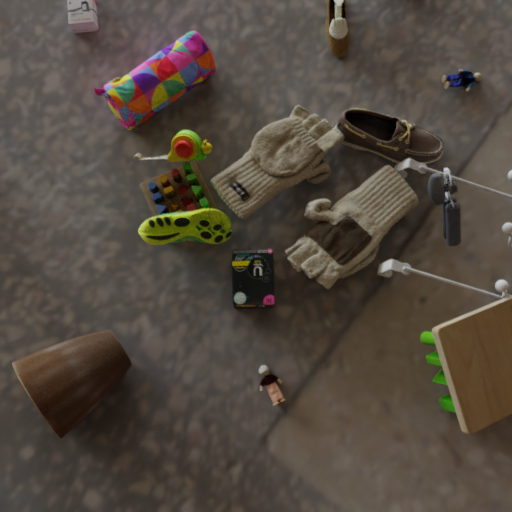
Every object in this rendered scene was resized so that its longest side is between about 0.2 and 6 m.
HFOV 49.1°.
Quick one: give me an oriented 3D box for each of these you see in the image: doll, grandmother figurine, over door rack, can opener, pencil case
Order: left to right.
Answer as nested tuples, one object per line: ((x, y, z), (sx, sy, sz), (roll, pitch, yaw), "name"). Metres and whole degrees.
((-2.141, -3.850, 12.219), (2.585, 1.142, 1.142), (-34, 80, -9), "pencil case")
((0.277, 2.596, 11.299), (0.491, 0.245, 0.809), (-16, 74, -32), "grandmother figurine")
((3.760, -0.945, 11.249), (0.593, 1.775, 0.473), (-11, 38, 8), "can opener")
((4.679, -3.973, 12.676), (0.889, 0.216, 0.607), (-13, 71, -9), "doll")
((4.441, -0.498, 11.378), (3.491, 1.163, 2.579), (13, 73, 3), "over door rack")

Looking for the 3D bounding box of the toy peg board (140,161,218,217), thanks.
((-1.659, -1.279, 11.883), (1.314, 0.646, 1.320), (-24, 80, -5), "toy peg board")

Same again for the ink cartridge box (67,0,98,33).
((-4.016, -5.639, 12.961), (0.593, 0.341, 0.817), (-7, 78, -1), "ink cartridge box")

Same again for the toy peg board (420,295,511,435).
((4.345, 2.046, 10.997), (2.055, 1.010, 2.064), (-18, 93, -19), "toy peg board")

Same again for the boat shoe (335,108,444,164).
((2.924, -2.611, 12.121), (2.425, 0.722, 0.871), (16, 76, 3), "boat shoe")

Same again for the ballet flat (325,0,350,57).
((1.871, -5.415, 12.777), (0.571, 0.609, 1.685), (1, 78, 2), "ballet flat")

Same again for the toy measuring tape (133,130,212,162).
((-1.753, -2.283, 11.617), (1.723, 0.634, 0.634), (1, 78, 13), "toy measuring tape")

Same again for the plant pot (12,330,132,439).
((-3.389, 2.251, 10.768), (1.804, 1.686, 1.686), (-33, 80, -20), "plant pot")

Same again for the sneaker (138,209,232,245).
((-1.431, -0.610, 11.385), (2.000, 0.836, 0.741), (-2, 98, -29), "sneaker")

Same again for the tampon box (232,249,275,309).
((-0.064, 0.486, 11.483), (0.849, 0.715, 1.133), (-2, 78, 0), "tampon box")

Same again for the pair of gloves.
((1.257, -1.279, 11.856), (3.584, 0.628, 3.047), (42, 77, 6), "pair of gloves")
